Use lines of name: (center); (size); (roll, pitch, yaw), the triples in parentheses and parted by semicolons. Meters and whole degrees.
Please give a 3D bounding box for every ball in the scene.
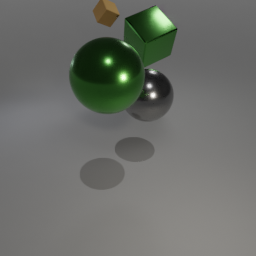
ball: (0.514, -0.868, 7.476); (1.400, 1.400, 1.400); (0, 30, 0)
ball: (-0.383, -0.956, 5.203); (1.400, 1.400, 1.400); (0, 30, 0)

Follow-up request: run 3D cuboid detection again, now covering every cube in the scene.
cube: (0.784, -3.401, 10.527); (1.400, 1.400, 1.400); (-28, 68, -16)
cube: (-0.884, -4.635, 11.260); (0.700, 0.700, 0.700); (4, 56, -43)
